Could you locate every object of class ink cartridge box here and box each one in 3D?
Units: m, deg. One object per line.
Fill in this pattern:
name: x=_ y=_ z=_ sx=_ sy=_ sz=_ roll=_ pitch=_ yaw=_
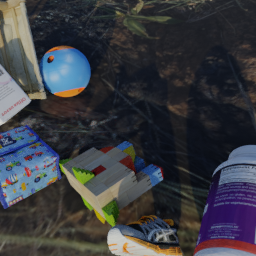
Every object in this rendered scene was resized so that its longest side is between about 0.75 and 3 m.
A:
ink cartridge box: x=-3.388 y=-0.894 z=7.037 sx=0.620 sy=1.477 sz=1.070 roll=-21 pitch=23 yaw=41

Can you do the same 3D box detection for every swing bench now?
swing bench: x=-4.097 y=-1.957 z=7.615 sx=2.888 sy=2.872 sz=1.873 roll=-20 pitch=18 yaw=-40

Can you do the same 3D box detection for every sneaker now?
sneaker: x=0.321 y=1.996 z=5.253 sx=0.771 sy=1.969 sz=0.761 roll=-18 pitch=56 yaw=31

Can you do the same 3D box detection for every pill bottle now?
pill bottle: x=2.345 y=1.737 z=5.458 sx=1.661 sy=1.661 sz=2.955 roll=17 pitch=45 yaw=15

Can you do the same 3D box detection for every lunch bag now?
lunch bag: x=-2.797 y=0.712 z=6.896 sx=1.463 sy=0.914 sz=1.943 roll=-27 pitch=52 yaw=-33

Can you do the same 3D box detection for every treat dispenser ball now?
treat dispenser ball: x=-1.965 y=-1.757 z=8.764 sx=1.566 sy=1.566 sz=1.566 roll=0 pitch=48 yaw=0

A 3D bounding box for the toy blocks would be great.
toy blocks: x=-0.357 y=0.977 z=6.426 sx=1.662 sy=1.215 sz=2.432 roll=-30 pitch=28 yaw=-25
